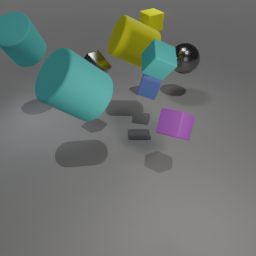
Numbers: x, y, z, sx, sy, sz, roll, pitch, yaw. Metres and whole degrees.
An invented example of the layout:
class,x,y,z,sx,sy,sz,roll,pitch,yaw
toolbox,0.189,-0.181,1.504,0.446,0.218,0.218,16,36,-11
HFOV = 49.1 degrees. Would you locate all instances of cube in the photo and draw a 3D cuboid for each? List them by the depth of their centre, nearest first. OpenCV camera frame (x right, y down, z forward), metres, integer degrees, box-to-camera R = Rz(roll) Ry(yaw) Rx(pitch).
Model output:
class,x,y,z,sx,sy,sz,roll,pitch,yaw
cube,1.308,-0.103,7.670,0.700,0.700,0.700,15,2,40
cube,0.845,-1.872,7.708,0.700,0.700,0.700,14,59,-26
cube,-1.083,-1.919,8.866,0.700,0.700,0.700,50,32,-2
cube,0.797,-1.577,10.496,0.700,0.700,0.700,18,30,-2
cube,0.934,-4.280,11.187,0.700,0.700,0.700,-23,45,-24

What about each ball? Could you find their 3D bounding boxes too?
class,x,y,z,sx,sy,sz,roll,pitch,yaw
ball,2.625,-3.218,13.001,1.400,1.400,1.400,0,32,0

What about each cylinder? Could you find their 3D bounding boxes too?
class,x,y,z,sx,sy,sz,roll,pitch,yaw
cylinder,-1.333,-1.043,6.996,1.400,1.400,1.400,27,8,-44
cylinder,0.202,-2.994,9.827,1.400,1.400,1.400,18,25,-24
cylinder,-3.862,-3.135,10.041,1.400,1.400,1.400,-2,72,7
